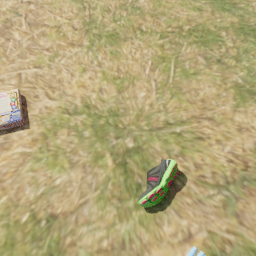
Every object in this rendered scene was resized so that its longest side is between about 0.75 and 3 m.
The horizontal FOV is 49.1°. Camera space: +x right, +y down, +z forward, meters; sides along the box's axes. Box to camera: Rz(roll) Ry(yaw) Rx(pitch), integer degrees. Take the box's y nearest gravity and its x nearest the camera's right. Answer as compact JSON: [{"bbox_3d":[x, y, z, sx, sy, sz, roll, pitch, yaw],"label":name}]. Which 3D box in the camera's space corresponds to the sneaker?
[{"bbox_3d":[0.640,1.247,6.395,0.547,0.501,1.306,19,58,42],"label":"sneaker"}]

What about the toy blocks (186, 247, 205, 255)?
[{"bbox_3d":[1.113,3.220,4.775,1.567,0.683,1.880,35,74,20],"label":"toy blocks"}]

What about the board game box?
[{"bbox_3d":[-3.299,-0.495,7.543,0.843,0.258,1.113,-14,59,-8],"label":"board game box"}]
